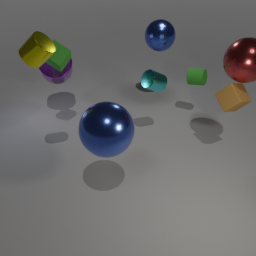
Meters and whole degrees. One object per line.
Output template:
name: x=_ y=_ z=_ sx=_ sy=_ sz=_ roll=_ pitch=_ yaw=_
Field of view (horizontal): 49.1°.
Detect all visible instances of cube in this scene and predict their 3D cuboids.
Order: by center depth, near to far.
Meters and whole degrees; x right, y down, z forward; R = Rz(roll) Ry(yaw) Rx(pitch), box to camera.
cube: x=3.463 y=-0.998 z=9.219 sx=0.700 sy=0.700 sz=0.700 roll=-6 pitch=68 yaw=-38
cube: x=-2.497 y=-2.549 z=9.931 sx=0.700 sy=0.700 sz=0.700 roll=33 pitch=-11 yaw=-5

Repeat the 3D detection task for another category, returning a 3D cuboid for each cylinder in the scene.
cylinder: x=-2.418 y=-2.077 z=7.466 sx=0.700 sy=0.700 sz=0.700 roll=-33 pitch=19 yaw=27
cylinder: x=0.947 y=-1.701 z=10.159 sx=0.700 sy=0.700 sz=0.700 roll=9 pitch=20 yaw=-40
cylinder: x=2.963 y=-2.200 z=12.032 sx=0.700 sy=0.700 sz=0.700 roll=9 pitch=31 yaw=31
cylinder: x=-3.132 y=-2.715 z=12.153 sx=1.400 sy=1.400 sz=1.400 roll=-7 pitch=0 yaw=-11

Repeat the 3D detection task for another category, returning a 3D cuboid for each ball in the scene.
ball: x=-0.534 y=0.036 z=7.014 sx=1.400 sy=1.400 sz=1.400 roll=0 pitch=31 yaw=0
ball: x=3.735 y=-2.126 z=8.840 sx=1.400 sy=1.400 sz=1.400 roll=0 pitch=31 yaw=0
ball: x=1.465 y=-4.219 z=12.792 sx=1.400 sy=1.400 sz=1.400 roll=0 pitch=31 yaw=0
